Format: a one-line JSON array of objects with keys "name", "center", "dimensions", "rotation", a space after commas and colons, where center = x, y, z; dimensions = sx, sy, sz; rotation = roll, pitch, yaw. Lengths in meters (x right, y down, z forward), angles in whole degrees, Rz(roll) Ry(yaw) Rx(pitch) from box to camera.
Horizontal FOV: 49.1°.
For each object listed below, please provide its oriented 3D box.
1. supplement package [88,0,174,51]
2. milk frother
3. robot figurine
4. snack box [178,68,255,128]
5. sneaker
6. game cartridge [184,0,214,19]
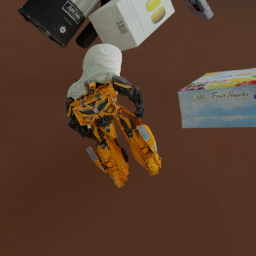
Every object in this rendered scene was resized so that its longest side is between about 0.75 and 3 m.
[{"name": "supplement package", "center": [0.150, -2.928, 7.161], "dimensions": [1.061, 1.102, 1.938], "rotation": [1, 42, 45]}, {"name": "milk frother", "center": [-1.727, -3.483, 7.348], "dimensions": [2.357, 2.127, 2.217], "rotation": [39, 92, 17]}, {"name": "robot figurine", "center": [-0.204, 0.055, 4.358], "dimensions": [1.264, 1.743, 0.507], "rotation": [-24, 23, 15]}, {"name": "snack box", "center": [2.596, -0.779, 6.283], "dimensions": [2.236, 0.897, 2.651], "rotation": [-1, 15, 28]}, {"name": "sneaker", "center": [-0.660, -0.496, 5.099], "dimensions": [0.773, 1.985, 0.986], "rotation": [6, 52, -19]}, {"name": "game cartridge", "center": [1.904, -4.186, 8.746], "dimensions": [0.337, 1.753, 1.136], "rotation": [-41, 33, 14]}]
